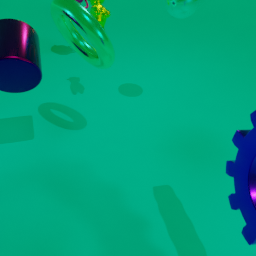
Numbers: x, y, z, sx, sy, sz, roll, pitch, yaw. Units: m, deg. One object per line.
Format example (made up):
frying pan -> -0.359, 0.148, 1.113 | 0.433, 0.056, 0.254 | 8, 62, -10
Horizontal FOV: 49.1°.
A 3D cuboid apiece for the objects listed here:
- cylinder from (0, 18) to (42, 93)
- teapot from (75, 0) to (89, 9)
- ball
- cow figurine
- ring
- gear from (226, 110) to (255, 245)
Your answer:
cylinder -> -2.300, -1.423, 5.613 | 1.056, 1.056, 1.056 | -8, 62, -10
teapot -> -1.869, -4.953, 9.778 | 0.813, 1.660, 1.032 | -40, 34, -18
ball -> 1.301, -3.080, 6.733 | 0.841, 0.841, 0.841 | 0, 40, 0
cow figurine -> -0.835, -3.060, 7.410 | 0.555, 1.011, 0.995 | 1, 35, -30
ring -> -0.953, -1.958, 5.911 | 0.349, 1.743, 1.743 | -46, 54, -11
gear -> 2.000, 0.732, 3.404 | 0.383, 2.074, 2.074 | -1, 39, -17
